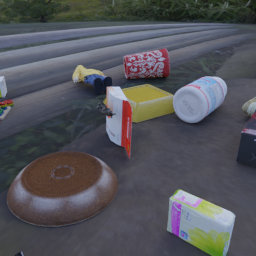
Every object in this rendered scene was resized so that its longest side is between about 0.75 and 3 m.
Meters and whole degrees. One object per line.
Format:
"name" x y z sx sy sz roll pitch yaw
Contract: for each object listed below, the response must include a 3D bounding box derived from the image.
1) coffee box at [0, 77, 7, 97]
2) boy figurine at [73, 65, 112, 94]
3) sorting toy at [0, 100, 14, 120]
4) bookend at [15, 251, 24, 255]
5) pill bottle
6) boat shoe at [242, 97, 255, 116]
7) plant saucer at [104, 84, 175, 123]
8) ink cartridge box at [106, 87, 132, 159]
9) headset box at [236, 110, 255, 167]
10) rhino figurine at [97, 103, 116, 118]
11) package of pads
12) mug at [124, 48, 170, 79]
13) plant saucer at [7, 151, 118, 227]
"coffee box" -6.329 -1.953 13.411 0.786 0.795 0.793 -5 27 -11
"boy figurine" -2.086 -2.573 14.498 1.832 0.949 2.947 -15 28 -35
"sorting toy" -5.538 -0.692 11.298 1.170 0.410 2.427 -2 27 -4
"bookend" -1.275 2.563 4.127 1.941 0.894 1.929 -16 30 -30
"pill bottle" 3.015 -1.266 11.314 1.418 1.418 2.608 18 31 32
"boat shoe" 5.778 -1.183 11.595 0.943 1.094 2.998 27 44 35
"plant saucer" 0.654 -1.242 12.161 2.654 0.643 2.654 -15 30 -29
"ink cartridge box" -0.325 -0.210 8.846 0.513 1.661 2.048 -2 27 -10
"headset box" 4.596 0.387 8.366 2.058 1.038 2.769 16 31 30
"rhino figurine" -0.616 -0.486 8.177 0.243 0.355 0.811 -45 37 -16
"package of pads" 1.392 1.850 5.493 1.247 0.963 0.425 20 33 34
"mug" 1.014 -3.455 16.182 2.398 2.129 1.600 -8 63 -7
"plant saucer" -1.648 1.302 7.154 2.780 0.509 2.780 0 25 0
